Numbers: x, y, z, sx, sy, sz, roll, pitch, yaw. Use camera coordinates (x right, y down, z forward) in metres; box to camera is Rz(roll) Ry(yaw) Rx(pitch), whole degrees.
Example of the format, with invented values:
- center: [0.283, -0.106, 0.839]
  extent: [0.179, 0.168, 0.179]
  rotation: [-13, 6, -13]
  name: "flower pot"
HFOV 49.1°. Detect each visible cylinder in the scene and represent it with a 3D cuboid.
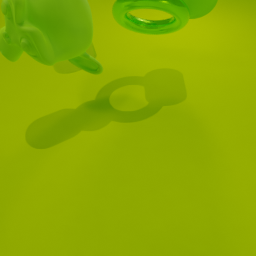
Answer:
- center: [-1.401, -1.991, 6.474]
  extent: [1.086, 1.086, 1.086]
  rotation: [-11, 39, 9]
  name: "cylinder"
- center: [1.734, -3.771, 7.432]
  extent: [1.200, 1.200, 1.200]
  rotation: [3, 64, 3]
  name: "cylinder"

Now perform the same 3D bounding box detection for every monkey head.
- center: [-0.965, -1.188, 3.223]
  extent: [1.115, 1.550, 0.934]
  rotation: [-13, 18, 47]
  name: "monkey head"

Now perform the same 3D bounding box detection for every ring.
- center: [0.585, -2.927, 7.256]
  extent: [2.009, 2.009, 0.402]
  rotation: [6, 88, 6]
  name: "ring"
